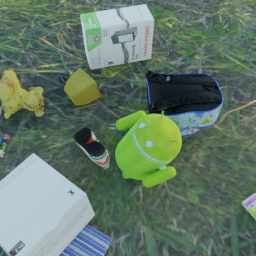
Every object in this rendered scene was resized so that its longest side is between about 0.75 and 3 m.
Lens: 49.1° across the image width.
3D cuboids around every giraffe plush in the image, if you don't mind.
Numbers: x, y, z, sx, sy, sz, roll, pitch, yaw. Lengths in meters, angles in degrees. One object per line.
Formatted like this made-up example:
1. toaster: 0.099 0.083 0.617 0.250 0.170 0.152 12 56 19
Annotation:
1. giraffe plush: -4.077 -1.214 11.009 1.572 1.673 1.939 1 62 -9

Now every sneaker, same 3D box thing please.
1. sneaker: -1.259 0.753 9.993 0.720 0.956 2.045 -34 38 -15

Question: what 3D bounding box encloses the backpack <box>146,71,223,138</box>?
1. backpack: 2.035 -0.872 10.395 2.584 1.899 2.365 -6 51 3

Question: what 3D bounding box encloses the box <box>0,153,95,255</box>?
1. box: -2.674 2.439 8.143 2.358 1.541 2.345 30 59 27

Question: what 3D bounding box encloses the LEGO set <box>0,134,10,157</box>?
1. LEGO set: -4.709 0.595 10.321 0.346 0.373 0.908 0 54 1

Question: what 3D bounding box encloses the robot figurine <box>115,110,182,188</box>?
1. robot figurine: 0.606 0.618 8.767 1.558 2.693 2.362 -8 63 -34

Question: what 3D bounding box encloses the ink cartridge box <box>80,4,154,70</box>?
1. ink cartridge box: -0.449 -4.035 12.516 2.970 2.161 1.248 -12 55 -9

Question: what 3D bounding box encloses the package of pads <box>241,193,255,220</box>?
1. package of pads: 4.153 2.547 8.998 0.594 0.262 0.768 -27 60 -16

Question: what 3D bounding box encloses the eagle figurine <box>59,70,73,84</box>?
1. eagle figurine: -2.486 -2.255 12.323 0.903 0.681 0.685 2 4 37

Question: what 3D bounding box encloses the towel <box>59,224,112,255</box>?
1. towel: -1.768 3.916 8.069 1.752 0.289 2.419 22 56 18

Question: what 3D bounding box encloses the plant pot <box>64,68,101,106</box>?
1. plant pot: -1.958 -1.566 11.489 1.091 1.067 1.060 -39 63 -14
